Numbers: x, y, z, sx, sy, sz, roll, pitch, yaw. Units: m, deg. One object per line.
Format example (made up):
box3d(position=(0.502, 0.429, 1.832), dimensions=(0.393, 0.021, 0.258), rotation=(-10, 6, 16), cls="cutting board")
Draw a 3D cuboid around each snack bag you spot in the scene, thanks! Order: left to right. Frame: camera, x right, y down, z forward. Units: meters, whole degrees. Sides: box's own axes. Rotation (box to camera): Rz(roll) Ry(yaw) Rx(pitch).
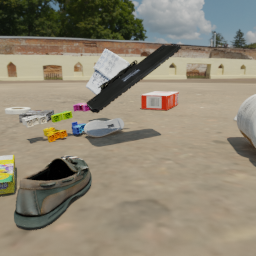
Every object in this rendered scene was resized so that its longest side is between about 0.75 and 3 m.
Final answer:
box3d(position=(-0.807, -1.894, 10.169), dimensions=(0.181, 1.693, 1.597), rotation=(20, 17, -49), cls="snack bag")

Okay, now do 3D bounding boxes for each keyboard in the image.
box3d(position=(0.038, -1.433, 7.940), dimensions=(2.895, 0.298, 1.840), rotation=(-37, 25, -6), cls="keyboard")

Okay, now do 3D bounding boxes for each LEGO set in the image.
box3d(position=(-2.205, -0.138, 8.962), dimensions=(2.458, 0.938, 1.009), rotation=(-19, 18, -40), cls="LEGO set")

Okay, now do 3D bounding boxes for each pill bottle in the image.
box3d(position=(3.676, -0.029, 6.805), dimensions=(1.500, 1.500, 2.623), rotation=(2, 12, 9), cls="pill bottle")

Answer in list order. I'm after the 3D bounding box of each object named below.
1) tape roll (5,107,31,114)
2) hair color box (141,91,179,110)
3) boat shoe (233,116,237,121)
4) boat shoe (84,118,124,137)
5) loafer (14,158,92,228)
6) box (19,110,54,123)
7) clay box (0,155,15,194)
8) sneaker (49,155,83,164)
box3d(position=(-5.516, -0.872, 14.052), dimensions=(1.217, 0.222, 1.217), rotation=(0, 11, 0), cls="tape roll")
box3d(position=(1.884, -1.597, 16.029), dimensions=(1.482, 0.854, 2.673), rotation=(4, 14, 23), cls="hair color box")
box3d(position=(4.762, -0.486, 12.004), dimensions=(0.305, 0.290, 0.847), rotation=(11, 16, 42), cls="boat shoe")
box3d(position=(-0.858, 0.012, 9.294), dimensions=(1.567, 0.555, 0.547), rotation=(-16, -7, -43), cls="boat shoe")
box3d(position=(-1.117, 0.822, 4.685), dimensions=(0.784, 0.686, 2.182), rotation=(2, 12, 9), cls="loafer")
box3d(position=(-3.872, -0.519, 12.000), dimensions=(1.112, 0.351, 1.411), rotation=(0, 12, -2), cls="box")
box3d(position=(-2.558, 0.889, 5.155), dimensions=(0.881, 0.365, 1.534), rotation=(-4, 12, -20), cls="clay box")
box3d(position=(-1.329, 0.769, 5.837), dimensions=(0.347, 0.343, 0.874), rotation=(17, 9, 41), cls="sneaker")
